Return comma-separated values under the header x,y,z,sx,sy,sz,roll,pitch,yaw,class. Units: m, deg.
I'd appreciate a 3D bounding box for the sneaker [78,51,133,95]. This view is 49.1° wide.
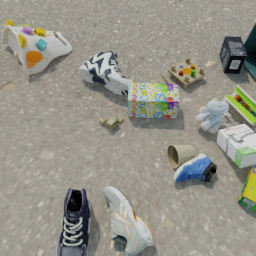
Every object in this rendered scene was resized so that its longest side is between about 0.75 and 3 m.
x,y,z,sx,sy,sz,roll,pitch,yaw,class
-0.620,-2.608,12.323,2.737,1.093,1.781,20,63,27,sneaker

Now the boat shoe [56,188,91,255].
x,y,z,sx,sy,sz,roll,pitch,yaw,class
-1.596,2.965,7.963,0.970,1.205,2.598,-1,52,-1,boat shoe

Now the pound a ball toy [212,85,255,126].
x,y,z,sx,sy,sz,roll,pitch,yaw,class
4.457,-0.833,11.252,1.191,0.776,1.827,-47,64,20,pound a ball toy

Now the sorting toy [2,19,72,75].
x,y,z,sx,sy,sz,roll,pitch,yaw,class
-4.264,-4.172,13.592,2.681,1.591,2.979,-17,52,-36,sorting toy

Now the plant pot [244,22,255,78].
x,y,z,sx,sy,sz,roll,pitch,yaw,class
6.964,-3.503,12.562,2.761,1.951,1.950,-8,52,-17,plant pot

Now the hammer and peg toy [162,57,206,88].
x,y,z,sx,sy,sz,roll,pitch,yaw,class
2.396,-2.415,12.480,1.795,0.633,1.321,-29,58,-20,hammer and peg toy

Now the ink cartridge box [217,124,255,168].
x,y,z,sx,sy,sz,roll,pitch,yaw,class
4.032,0.597,9.873,1.115,0.644,1.533,-13,35,-10,ink cartridge box

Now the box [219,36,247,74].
x,y,z,sx,sy,sz,roll,pitch,yaw,class
4.827,-3.389,12.949,0.765,1.085,1.466,3,53,2,box

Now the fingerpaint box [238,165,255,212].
x,y,z,sx,sy,sz,roll,pitch,yaw,class
4.553,2.149,8.987,1.584,0.581,1.322,26,57,18,fingerpaint box

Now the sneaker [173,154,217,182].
x,y,z,sx,sy,sz,roll,pitch,yaw,class
2.328,1.538,9.448,1.563,0.600,0.869,-25,48,-26,sneaker

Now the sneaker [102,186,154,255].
x,y,z,sx,sy,sz,roll,pitch,yaw,class
-0.256,2.755,8.398,1.039,0.855,2.260,-32,58,-18,sneaker

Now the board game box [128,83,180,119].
x,y,z,sx,sy,sz,roll,pitch,yaw,class
0.983,-1.097,11.226,1.963,1.011,1.029,2,52,1,board game box

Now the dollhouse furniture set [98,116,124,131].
x,y,z,sx,sy,sz,roll,pitch,yaw,class
-0.671,-0.396,11.050,0.686,0.431,0.776,35,60,24,dollhouse furniture set

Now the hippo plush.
x,y,z,sx,sy,sz,roll,pitch,yaw,class
3.293,-0.452,10.393,1.340,1.077,1.067,10,64,-4,hippo plush

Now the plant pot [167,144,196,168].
x,y,z,sx,sy,sz,roll,pitch,yaw,class
1.909,0.939,9.855,0.776,0.848,0.848,-7,52,-20,plant pot
